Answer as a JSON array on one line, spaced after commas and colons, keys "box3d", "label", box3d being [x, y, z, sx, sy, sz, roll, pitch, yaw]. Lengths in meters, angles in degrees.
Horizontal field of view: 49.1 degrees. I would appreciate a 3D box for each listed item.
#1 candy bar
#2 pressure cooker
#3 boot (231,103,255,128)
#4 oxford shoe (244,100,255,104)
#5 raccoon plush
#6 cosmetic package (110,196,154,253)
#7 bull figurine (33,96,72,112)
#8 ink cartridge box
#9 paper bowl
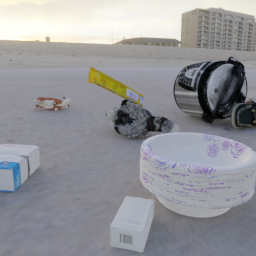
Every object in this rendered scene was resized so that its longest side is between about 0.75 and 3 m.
[{"box3d": [-0.335, -1.375, 9.962, 2.475, 0.617, 0.274, 24, -29, -32], "label": "candy bar"}, {"box3d": [3.714, -1.679, 12.201, 2.570, 2.530, 2.877, -19, 17, -22], "label": "pressure cooker"}, {"box3d": [5.467, -0.528, 10.968, 2.695, 0.973, 2.035, -9, 8, -42], "label": "boot"}, {"box3d": [5.785, -1.050, 13.726, 2.000, 0.729, 0.713, 9, 18, 30], "label": "oxford shoe"}, {"box3d": [0.455, -0.122, 10.606, 2.690, 1.301, 1.802, 27, 3, -1], "label": "raccoon plush"}, {"box3d": [0.099, 1.609, 4.835, 0.569, 0.409, 1.009, 5, 15, 16], "label": "cosmetic package"}, {"box3d": [-3.974, -1.270, 14.678, 1.985, 0.647, 1.205, 1, 16, 2], "label": "bull figurine"}, {"box3d": [-2.955, 0.924, 6.838, 1.079, 0.633, 1.474, 2, 15, 5], "label": "ink cartridge box"}, {"box3d": [1.378, 0.934, 5.759, 2.284, 1.188, 2.284, 0, 16, 0], "label": "paper bowl"}]
